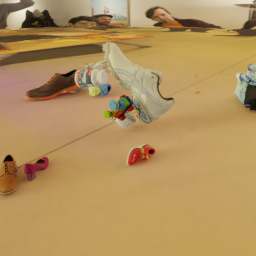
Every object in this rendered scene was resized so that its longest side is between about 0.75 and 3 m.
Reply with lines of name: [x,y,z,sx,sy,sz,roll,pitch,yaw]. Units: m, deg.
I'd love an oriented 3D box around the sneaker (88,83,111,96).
sneaker: [-1.266,-1.838,12.482,0.963,0.695,1.834,9,29,-12]

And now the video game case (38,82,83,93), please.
video game case: [-3.075,-2.010,13.280,1.906,0.170,1.364,5,25,12]

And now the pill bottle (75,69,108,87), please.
pill bottle: [-0.963,-1.326,7.426,0.780,0.467,0.467,1,23,24]

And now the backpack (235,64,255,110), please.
backpack: [5.250,-1.630,10.777,1.949,1.565,2.130,5,21,2]

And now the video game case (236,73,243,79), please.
video game case: [6.894,-2.279,13.739,2.380,0.300,2.612,1,23,3]

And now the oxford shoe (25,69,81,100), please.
oxford shoe: [-3.204,-1.867,11.913,2.490,0.903,0.886,-25,38,-29]

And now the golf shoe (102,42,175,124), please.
golf shoe: [0.358,-1.553,8.538,1.359,2.795,1.094,-30,10,19]

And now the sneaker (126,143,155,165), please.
sneaker: [0.348,0.678,7.123,0.435,0.395,1.025,23,33,31]

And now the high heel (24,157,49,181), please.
high heel: [-2.155,0.822,6.684,0.326,0.465,0.968,3,25,6]

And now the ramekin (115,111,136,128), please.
ramekin: [-0.150,-0.353,8.916,0.779,0.363,0.779,39,20,-17]

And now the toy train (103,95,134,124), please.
toy train: [-0.432,-0.394,7.971,0.704,1.217,0.515,-15,64,-48]

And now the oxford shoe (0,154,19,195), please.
oxford shoe: [-2.717,1.025,6.274,0.458,0.458,1.284,-8,27,-19]

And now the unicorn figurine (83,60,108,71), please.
unicorn figurine: [-1.673,-3.647,16.420,1.333,0.717,1.940,-7,9,10]
